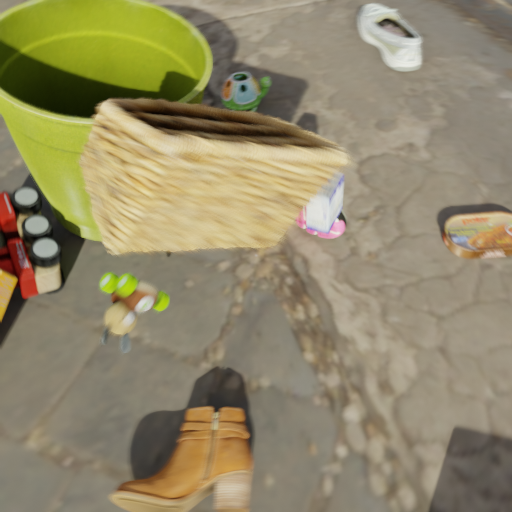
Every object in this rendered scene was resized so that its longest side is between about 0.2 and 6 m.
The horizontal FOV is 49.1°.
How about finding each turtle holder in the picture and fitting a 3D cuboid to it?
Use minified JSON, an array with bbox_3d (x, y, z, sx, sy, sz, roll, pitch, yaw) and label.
[{"bbox_3d":[-0.232,-3.646,12.460,1.044,0.741,0.793,6,49,5],"label":"turtle holder"}]

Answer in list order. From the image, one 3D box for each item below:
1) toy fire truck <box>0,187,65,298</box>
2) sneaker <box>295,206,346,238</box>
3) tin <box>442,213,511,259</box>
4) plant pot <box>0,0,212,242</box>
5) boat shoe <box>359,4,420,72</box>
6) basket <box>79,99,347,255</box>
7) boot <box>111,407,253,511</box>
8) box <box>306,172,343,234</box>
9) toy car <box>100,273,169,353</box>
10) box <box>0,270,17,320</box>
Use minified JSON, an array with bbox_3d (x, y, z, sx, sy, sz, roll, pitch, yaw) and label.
[{"bbox_3d":[-4.323,0.038,9.091,2.026,1.304,1.783,-16,58,-25],"label":"toy fire truck"},{"bbox_3d":[0.922,-1.399,10.371,1.170,0.986,2.674,-31,51,-16],"label":"sneaker"},{"bbox_3d":[4.084,-0.362,9.962,1.521,0.318,0.852,-4,54,-4],"label":"tin"},{"bbox_3d":[-2.509,-2.016,9.332,3.296,3.174,3.296,5,51,-7],"label":"plant pot"},{"bbox_3d":[3.394,-5.701,14.116,1.015,0.883,2.753,-8,50,-7],"label":"boat shoe"},{"bbox_3d":[-0.559,-1.258,6.533,2.521,1.878,1.799,-3,59,-34],"label":"basket"},{"bbox_3d":[-0.907,2.572,7.184,1.732,0.664,1.345,0,51,-3],"label":"boot"},{"bbox_3d":[0.958,-0.758,7.803,0.345,0.657,0.605,16,50,19],"label":"box"},{"bbox_3d":[-1.616,0.741,6.959,0.678,0.706,0.860,1,66,39],"label":"toy car"},{"bbox_3d":[-4.625,1.268,7.959,1.521,0.530,2.555,14,77,12],"label":"box"}]
